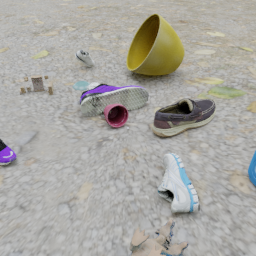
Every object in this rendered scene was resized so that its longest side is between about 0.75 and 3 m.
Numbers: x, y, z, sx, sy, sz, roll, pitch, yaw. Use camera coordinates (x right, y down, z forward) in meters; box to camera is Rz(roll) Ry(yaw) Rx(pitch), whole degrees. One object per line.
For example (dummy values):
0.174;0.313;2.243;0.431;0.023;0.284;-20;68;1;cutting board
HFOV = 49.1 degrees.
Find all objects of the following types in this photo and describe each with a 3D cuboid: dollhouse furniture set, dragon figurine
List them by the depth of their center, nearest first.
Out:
0.103;2.775;5.230;2.791;1.388;0.821;-42;51;-19;dragon figurine
-3.944;-1.809;12.001;1.368;0.709;0.606;-6;33;-8;dollhouse furniture set

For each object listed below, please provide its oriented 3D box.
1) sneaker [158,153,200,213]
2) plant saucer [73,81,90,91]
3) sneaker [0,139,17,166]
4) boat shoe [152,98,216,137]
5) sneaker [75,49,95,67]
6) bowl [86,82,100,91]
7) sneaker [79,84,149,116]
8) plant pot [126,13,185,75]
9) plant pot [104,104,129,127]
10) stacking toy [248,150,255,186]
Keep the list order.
1.137;1.396;7.379;0.851;0.736;1.964;-11;35;-6;sneaker
-2.089;-1.963;12.698;0.860;0.166;0.860;1;34;0;plant saucer
-4.059;0.522;8.507;1.626;0.809;0.565;22;40;28;sneaker
2.102;-0.576;9.982;2.921;0.947;1.051;-20;39;-27;boat shoe
-2.066;-3.527;14.151;1.333;0.537;0.509;16;44;-58;sneaker
-1.426;-1.707;12.110;0.868;0.407;0.868;-1;35;0;bowl
-0.596;-1.336;11.082;2.756;0.958;1.370;-9;34;-14;sneaker
1.472;-3.622;13.296;1.985;2.797;2.797;21;27;-25;plant pot
-0.499;-0.514;10.104;0.839;0.839;0.751;-15;23;-20;plant pot
4.316;1.169;7.654;1.764;0.968;1.024;4;23;-14;stacking toy
